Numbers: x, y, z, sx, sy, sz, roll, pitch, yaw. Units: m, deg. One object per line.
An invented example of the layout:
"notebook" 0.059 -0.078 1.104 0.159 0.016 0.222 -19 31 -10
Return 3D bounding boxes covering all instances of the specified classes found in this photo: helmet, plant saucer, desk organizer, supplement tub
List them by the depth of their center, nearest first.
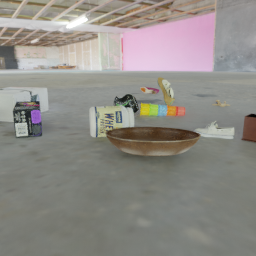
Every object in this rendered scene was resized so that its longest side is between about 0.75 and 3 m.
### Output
"plant saucer" 0.543 0.283 6.295 2.117 0.387 2.117 0 7 0
"desk organizer" 3.732 0.082 6.892 1.633 0.629 0.585 12 18 39
"supplement tub" -0.452 -0.182 7.554 1.134 0.822 0.822 -3 14 -10
"helmet" -0.096 -0.836 10.110 0.814 0.854 0.854 -21 12 8

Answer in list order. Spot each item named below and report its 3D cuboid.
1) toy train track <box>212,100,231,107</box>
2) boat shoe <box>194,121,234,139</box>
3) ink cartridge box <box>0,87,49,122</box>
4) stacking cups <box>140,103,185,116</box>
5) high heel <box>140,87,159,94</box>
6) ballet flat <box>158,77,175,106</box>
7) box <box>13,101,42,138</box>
"toy train track" 4.218 -1.192 12.829 0.788 0.223 1.374 2 14 7
"boat shoe" 2.317 0.013 7.541 1.054 0.449 0.389 6 15 24
"ink cartridge box" -4.186 -0.920 10.219 1.658 0.972 2.264 3 16 11
"stacking cups" 1.257 -0.645 10.234 1.615 0.489 0.489 3 14 -1
"high heel" 1.303 -2.310 16.827 1.140 0.384 0.547 14 29 30
"ballet flat" 1.786 -1.766 12.699 0.556 1.620 0.510 6 -34 -34
"box" -2.822 -0.276 7.947 0.701 0.808 1.321 -4 15 -16
